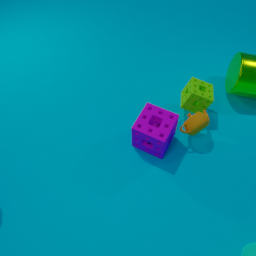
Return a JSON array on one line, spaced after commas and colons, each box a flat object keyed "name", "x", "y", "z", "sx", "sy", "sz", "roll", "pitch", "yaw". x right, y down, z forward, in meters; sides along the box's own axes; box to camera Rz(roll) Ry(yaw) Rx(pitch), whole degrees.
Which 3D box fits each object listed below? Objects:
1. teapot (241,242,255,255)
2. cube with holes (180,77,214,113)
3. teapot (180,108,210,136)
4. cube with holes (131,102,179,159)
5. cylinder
[{"name": "teapot", "x": 2.900, "y": 2.859, "z": 5.520, "sx": 1.018, "sy": 2.079, "sz": 1.293, "roll": -35, "pitch": 60, "yaw": 20}, {"name": "cube with holes", "x": 2.104, "y": -0.970, "z": 8.575, "sx": 0.715, "sy": 0.715, "sz": 0.715, "roll": 19, "pitch": 51, "yaw": -10}, {"name": "teapot", "x": 1.957, "y": -0.187, "z": 8.065, "sx": 1.227, "sy": 0.763, "sz": 0.601, "roll": -31, "pitch": 79, "yaw": -26}, {"name": "cube with holes", "x": 0.754, "y": 0.085, "z": 7.926, "sx": 0.973, "sy": 0.973, "sz": 0.973, "roll": 23, "pitch": 61, "yaw": 16}, {"name": "cylinder", "x": 4.021, "y": -1.650, "z": 8.998, "sx": 1.351, "sy": 1.351, "sz": 1.351, "roll": 11, "pitch": 54, "yaw": 0}]
